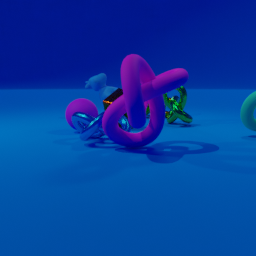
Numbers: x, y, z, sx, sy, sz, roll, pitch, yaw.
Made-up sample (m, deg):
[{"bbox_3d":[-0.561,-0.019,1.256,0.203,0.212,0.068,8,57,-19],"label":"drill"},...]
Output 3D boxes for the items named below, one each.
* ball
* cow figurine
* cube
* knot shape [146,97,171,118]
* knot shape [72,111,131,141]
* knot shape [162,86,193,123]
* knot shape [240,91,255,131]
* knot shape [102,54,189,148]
[{"bbox_3d":[-1.308,-0.375,7.978,0.923,0.923,0.923,0,9,0],"label":"ball"},{"bbox_3d":[-0.849,-1.239,10.507,1.536,1.561,0.857,21,45,31],"label":"cow figurine"},{"bbox_3d":[-0.141,-0.606,8.651,0.853,0.853,0.853,17,44,30],"label":"cube"},{"bbox_3d":[1.151,-0.905,11.983,1.771,0.818,1.657,-3,9,-28],"label":"knot shape"},{"bbox_3d":[-0.570,-0.067,6.689,1.369,0.676,1.463,-2,2,-25],"label":"knot shape"},{"bbox_3d":[1.667,-0.671,9.425,0.699,1.513,1.416,-18,44,-9],"label":"knot shape"},{"bbox_3d":[3.801,-0.380,6.977,1.887,0.932,2.017,7,-9,7],"label":"knot shape"},{"bbox_3d":[0.261,-0.417,5.611,0.948,1.919,2.051,35,27,22],"label":"knot shape"}]
